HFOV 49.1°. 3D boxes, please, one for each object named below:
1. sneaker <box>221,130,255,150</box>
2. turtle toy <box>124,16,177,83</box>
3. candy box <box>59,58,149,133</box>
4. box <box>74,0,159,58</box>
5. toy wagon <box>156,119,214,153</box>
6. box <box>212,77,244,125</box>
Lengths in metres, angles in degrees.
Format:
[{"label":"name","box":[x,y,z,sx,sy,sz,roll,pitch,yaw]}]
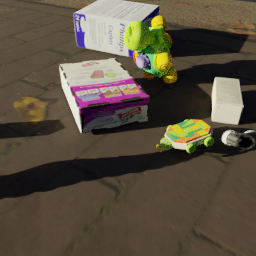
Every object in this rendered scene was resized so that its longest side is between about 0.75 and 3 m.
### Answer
[{"label":"sneaker","box":[2.768,0.303,6.410,1.214,0.403,0.549,2,18,-25]},{"label":"turtle toy","box":[0.748,-2.605,9.237,1.310,2.592,1.889,-11,70,16]},{"label":"candy box","box":[-0.819,-1.103,8.380,1.950,0.872,2.859,-11,38,-17]},{"label":"box","box":[-0.410,-4.461,12.277,2.903,1.523,2.669,15,41,16]},{"label":"toy wagon","box":[1.336,0.208,6.767,1.389,0.275,1.078,-19,31,-12]},{"label":"box","box":[2.891,-0.841,8.243,0.776,0.635,1.634,9,37,12]}]
